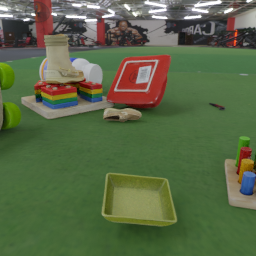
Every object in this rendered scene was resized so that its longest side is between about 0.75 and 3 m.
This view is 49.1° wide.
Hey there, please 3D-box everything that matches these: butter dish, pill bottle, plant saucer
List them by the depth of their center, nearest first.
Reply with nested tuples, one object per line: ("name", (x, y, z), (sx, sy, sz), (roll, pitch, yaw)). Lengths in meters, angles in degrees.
("plant saucer", (0.150, 1.175, 4.502), (1.096, 0.262, 1.094), (6, 24, -3))
("butter dish", (0.634, -1.546, 10.868), (2.208, 1.637, 2.214), (5, 63, 32))
("pill bottle", (-2.703, -2.590, 13.530), (2.817, 1.579, 1.579), (10, 22, 26))

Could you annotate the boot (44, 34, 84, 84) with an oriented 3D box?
("boot", (-2.344, -2.579, 10.458), (0.820, 1.751, 2.253), (3, 14, 20))

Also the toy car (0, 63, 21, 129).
("toy car", (-5.048, -0.712, 7.809), (2.948, 2.326, 2.422), (-5, 6, 21))

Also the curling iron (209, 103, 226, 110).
("curling iron", (3.442, -0.862, 10.879), (0.242, 0.125, 0.978), (-6, 21, -15))

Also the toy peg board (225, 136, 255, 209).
("toy peg board", (2.754, 0.795, 5.271), (1.637, 0.801, 1.630), (5, 20, 15))

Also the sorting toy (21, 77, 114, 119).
("sorting toy", (-2.429, -1.371, 11.039), (2.764, 0.962, 2.748), (-15, 24, -35))

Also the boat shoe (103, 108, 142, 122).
("boat shoe", (-0.183, -0.371, 9.211), (1.246, 0.444, 0.402), (3, 55, 6))
